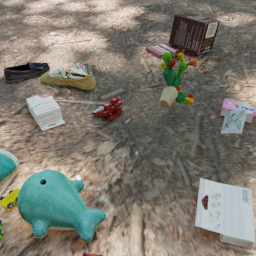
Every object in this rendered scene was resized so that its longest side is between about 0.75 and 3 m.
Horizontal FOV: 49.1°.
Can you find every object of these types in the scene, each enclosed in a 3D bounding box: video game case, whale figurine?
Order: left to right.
[{"bbox_3d":[-1.786,1.976,7.371,2.414,1.253,1.921,22,45,22],"label":"whale figurine"},{"bbox_3d":[3.151,-0.176,8.349,0.686,0.083,0.752,-4,62,56],"label":"video game case"}]

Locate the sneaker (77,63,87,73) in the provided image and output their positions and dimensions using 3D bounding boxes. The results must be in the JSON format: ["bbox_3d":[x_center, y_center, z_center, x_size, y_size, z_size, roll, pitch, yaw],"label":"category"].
[{"bbox_3d":[-2.289,-2.937,13.916,0.386,0.356,0.875,-15,51,-18],"label":"sneaker"}]

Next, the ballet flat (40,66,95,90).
[{"bbox_3d":[-2.791,-2.408,12.852,2.772,0.874,0.951,10,41,12],"label":"ballet flat"}]

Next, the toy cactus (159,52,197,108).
[{"bbox_3d":[1.818,-1.529,10.375,1.256,2.457,2.027,8,51,31],"label":"toy cactus"}]

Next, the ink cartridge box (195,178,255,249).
[{"bbox_3d":[2.629,2.267,7.699,1.485,0.377,1.686,11,41,12],"label":"ink cartridge box"}]

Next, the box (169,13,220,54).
[{"bbox_3d":[3.627,-5.246,15.427,1.994,1.637,1.654,30,39,30],"label":"box"}]

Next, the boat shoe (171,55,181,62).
[{"bbox_3d":[2.556,-3.781,14.956,0.826,0.249,0.294,24,46,26],"label":"boat shoe"}]

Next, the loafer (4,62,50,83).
[{"bbox_3d":[-4.830,-2.815,13.463,2.212,0.697,0.795,-26,47,-27],"label":"loafer"}]

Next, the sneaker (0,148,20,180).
[{"bbox_3d":[-4.670,1.155,8.671,2.202,0.921,1.330,14,33,15],"label":"sneaker"}]

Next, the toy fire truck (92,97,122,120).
[{"bbox_3d":[-0.796,-0.800,11.238,0.916,0.612,1.091,8,36,38],"label":"toy fire truck"}]

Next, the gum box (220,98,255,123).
[{"bbox_3d":[4.363,-0.719,11.197,1.265,0.418,0.718,17,44,19],"label":"gum box"}]

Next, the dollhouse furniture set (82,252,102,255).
[{"bbox_3d":[-0.350,3.349,6.246,1.499,0.610,0.807,3,40,3],"label":"dollhouse furniture set"}]

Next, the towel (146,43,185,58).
[{"bbox_3d":[2.125,-4.418,15.762,1.844,0.210,1.328,-20,42,-24],"label":"towel"}]

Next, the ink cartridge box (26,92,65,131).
[{"bbox_3d":[-3.245,-0.679,11.043,0.982,0.569,1.686,-22,45,-24],"label":"ink cartridge box"}]

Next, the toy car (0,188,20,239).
[{"bbox_3d":[-3.585,2.438,7.533,1.588,0.354,1.494,-14,42,-15],"label":"toy car"}]
